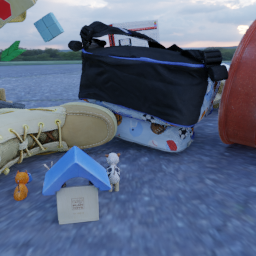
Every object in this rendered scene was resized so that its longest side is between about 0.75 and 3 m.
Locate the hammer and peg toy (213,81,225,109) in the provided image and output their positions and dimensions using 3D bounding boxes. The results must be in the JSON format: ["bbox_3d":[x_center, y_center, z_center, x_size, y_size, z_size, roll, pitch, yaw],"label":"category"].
[{"bbox_3d":[1.743,-1.454,8.956,1.946,0.933,2.646,-19,45,-43],"label":"hammer and peg toy"}]

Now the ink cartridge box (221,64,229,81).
[{"bbox_3d":[3.806,-1.548,10.023,1.653,0.934,2.256,27,25,17],"label":"ink cartridge box"}]

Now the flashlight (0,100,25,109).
[{"bbox_3d":[-3.113,-0.540,6.683,1.214,0.413,0.411,12,35,-25],"label":"flashlight"}]

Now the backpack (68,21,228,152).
[{"bbox_3d":[0.670,-0.867,6.037,2.974,2.291,2.833,21,27,24],"label":"backpack"}]

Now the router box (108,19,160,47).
[{"bbox_3d":[0.267,-2.822,9.740,1.839,1.650,0.449,-16,18,-27],"label":"router box"}]

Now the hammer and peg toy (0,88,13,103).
[{"bbox_3d":[-4.068,-0.326,6.485,1.969,0.944,2.677,-1,16,-3],"label":"hammer and peg toy"}]

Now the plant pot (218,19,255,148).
[{"bbox_3d":[3.304,-0.503,4.810,2.503,2.573,2.573,23,26,36],"label":"plant pot"}]

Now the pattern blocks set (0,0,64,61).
[{"bbox_3d":[-2.486,-2.679,4.968,2.522,2.870,0.233,-14,22,16],"label":"pattern blocks set"}]

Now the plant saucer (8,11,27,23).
[{"bbox_3d":[-3.129,-3.174,6.074,1.800,1.799,0.436,-22,58,-37],"label":"plant saucer"}]

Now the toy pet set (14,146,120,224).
[{"bbox_3d":[-0.798,0.554,3.704,1.491,0.792,1.392,-3,16,-10],"label":"toy pet set"}]

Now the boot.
[{"bbox_3d":[-1.599,0.211,4.599,2.637,0.960,2.050,2,16,6],"label":"boot"}]
